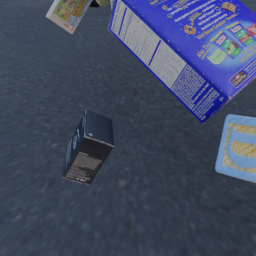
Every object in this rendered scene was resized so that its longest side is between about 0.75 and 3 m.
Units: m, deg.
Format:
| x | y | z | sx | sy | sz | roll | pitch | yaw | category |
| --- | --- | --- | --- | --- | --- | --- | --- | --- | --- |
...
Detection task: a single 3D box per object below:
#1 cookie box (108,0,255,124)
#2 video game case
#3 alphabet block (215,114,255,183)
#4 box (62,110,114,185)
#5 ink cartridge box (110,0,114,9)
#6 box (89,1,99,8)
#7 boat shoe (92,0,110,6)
| x | y | z | sx | sy | sz | roll | pitch | yaw | category |
| --- | --- | --- | --- | --- | --- | --- | --- | --- | --- |
| 1.374 | -1.832 | 5.581 | 2.345 | 1.030 | 2.742 | -36 | 78 | -29 | cookie box |
| -1.190 | -2.637 | 5.990 | 0.116 | 1.051 | 0.957 | 36 | 10 | 15 | video game case |
| 1.989 | 0.352 | 4.284 | 0.908 | 0.913 | 0.930 | 14 | 1 | 40 | alphabet block |
| -0.626 | 0.309 | 4.365 | 0.476 | 0.912 | 0.675 | 21 | 34 | -21 | box |
| 0.142 | -3.919 | 8.525 | 0.467 | 1.987 | 1.963 | -18 | 72 | 30 | ink cartridge box |
| -1.542 | -5.035 | 9.115 | 1.670 | 1.521 | 0.869 | 32 | 26 | 6 | box |
| -1.073 | -4.550 | 7.720 | 0.732 | 2.336 | 0.855 | 34 | 68 | 29 | boat shoe |
